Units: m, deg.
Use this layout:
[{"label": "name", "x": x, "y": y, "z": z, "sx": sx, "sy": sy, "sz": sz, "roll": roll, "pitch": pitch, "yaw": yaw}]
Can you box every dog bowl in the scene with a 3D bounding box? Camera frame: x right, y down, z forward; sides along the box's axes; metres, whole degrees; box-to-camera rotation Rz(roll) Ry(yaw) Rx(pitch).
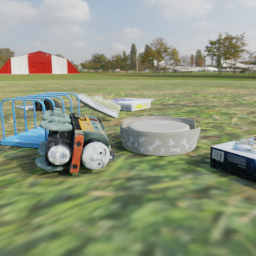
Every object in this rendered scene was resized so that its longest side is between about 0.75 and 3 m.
[{"label": "dog bowl", "x": 0.801, "y": 0.160, "z": 7.254, "sx": 2.139, "sy": 0.627, "sz": 2.139, "roll": 1, "pitch": 12, "yaw": 0}]

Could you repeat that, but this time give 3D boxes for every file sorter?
[{"label": "file sorter", "x": -2.400, "y": -0.310, "z": 7.983, "sx": 1.416, "sy": 1.252, "sz": 2.040, "roll": 3, "pitch": 13, "yaw": 16}]

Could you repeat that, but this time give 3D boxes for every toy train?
[{"label": "toy train", "x": -1.159, "y": 0.227, "z": 6.111, "sx": 1.481, "sy": 1.108, "sz": 2.599, "roll": 7, "pitch": 10, "yaw": -15}]

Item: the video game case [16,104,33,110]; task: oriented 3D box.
[{"label": "video game case", "x": -5.002, "y": -1.090, "z": 14.324, "sx": 1.110, "sy": 0.130, "sz": 1.009, "roll": -12, "pitch": 17, "yaw": -41}]

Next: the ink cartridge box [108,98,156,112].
[{"label": "ink cartridge box", "x": 0.074, "y": -1.210, "z": 14.190, "sx": 1.948, "sy": 0.463, "sz": 1.971, "roll": 8, "pitch": 13, "yaw": 40}]

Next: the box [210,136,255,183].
[{"label": "box", "x": 3.023, "y": 0.690, "z": 5.132, "sx": 1.680, "sy": 0.464, "sz": 2.460, "roll": -8, "pitch": 14, "yaw": -32}]

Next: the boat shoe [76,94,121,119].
[{"label": "boat shoe", "x": -1.115, "y": -0.928, "z": 10.656, "sx": 1.739, "sy": 0.539, "sz": 0.626, "roll": 26, "pitch": -12, "yaw": -5}]

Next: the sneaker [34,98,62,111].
[{"label": "sneaker", "x": -3.672, "y": -1.099, "z": 13.190, "sx": 1.781, "sy": 0.676, "sz": 0.808, "roll": 11, "pitch": 10, "yaw": 35}]
